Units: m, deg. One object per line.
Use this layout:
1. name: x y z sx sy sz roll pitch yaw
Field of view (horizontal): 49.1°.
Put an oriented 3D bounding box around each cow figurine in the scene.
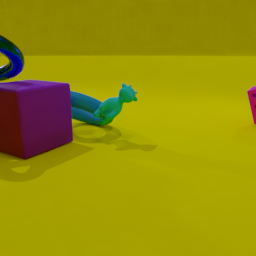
1. cow figurine: -0.259 -0.544 6.285 0.925 0.516 0.940 -43 5 -29

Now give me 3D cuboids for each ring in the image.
1. ring: -1.243 -0.504 7.292 1.825 0.365 1.825 15 -12 3

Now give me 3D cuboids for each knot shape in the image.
1. knot shape: -2.998 -1.481 5.588 0.937 2.028 1.898 32 0 30

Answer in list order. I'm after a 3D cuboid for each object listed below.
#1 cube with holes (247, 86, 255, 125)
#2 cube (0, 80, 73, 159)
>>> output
1. cube with holes: 3.829 -0.705 7.472 0.914 0.914 0.914 -10 9 35
2. cube: -2.171 -0.276 6.076 1.356 1.356 1.356 10 19 32
